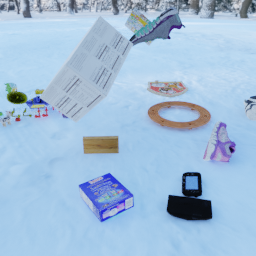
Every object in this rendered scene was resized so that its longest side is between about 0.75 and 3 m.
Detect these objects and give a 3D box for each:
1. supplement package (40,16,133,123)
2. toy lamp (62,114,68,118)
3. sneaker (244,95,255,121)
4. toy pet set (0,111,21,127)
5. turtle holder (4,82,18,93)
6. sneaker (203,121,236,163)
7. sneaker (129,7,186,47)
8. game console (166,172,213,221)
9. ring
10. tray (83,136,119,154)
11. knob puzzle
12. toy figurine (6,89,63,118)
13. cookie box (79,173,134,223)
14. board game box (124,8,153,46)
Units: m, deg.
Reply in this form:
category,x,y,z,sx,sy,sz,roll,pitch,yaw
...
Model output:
category,x,y,z,sx,sy,sz,roll,pitch,yaw
supplement package,-1.316,-1.878,9.117,1.460,2.051,2.634,37,50,-18
toy lamp,-2.411,-0.625,12.137,0.880,0.256,0.256,-19,33,-33
sneaker,6.108,-1.005,12.130,2.243,0.895,1.460,-8,35,7
toy pet set,-5.655,-0.630,11.365,1.815,0.964,1.694,14,30,25
turtle holder,-5.986,-2.010,14.399,0.570,0.610,0.802,-14,30,-26
sneaker,3.188,0.513,9.465,0.911,0.829,2.061,17,36,17
sneaker,1.167,-3.979,11.948,2.490,1.090,0.926,-28,23,28
game console,1.652,1.762,7.572,1.114,0.228,1.889,5,27,10
ring,2.176,-0.558,12.017,2.693,0.258,2.693,-1,28,0
tray,-0.907,0.575,9.457,1.190,0.587,0.220,-1,29,-2
knob puzzle,2.141,-2.207,15.064,2.483,0.344,2.483,0,28,0
toy figurine,-4.117,-0.954,12.334,2.330,1.229,1.396,-7,-4,-29
cookie box,-0.579,1.766,7.323,1.002,0.440,1.172,-18,32,-30
board game box,0.684,-4.745,13.244,1.589,1.068,0.272,38,63,-7
